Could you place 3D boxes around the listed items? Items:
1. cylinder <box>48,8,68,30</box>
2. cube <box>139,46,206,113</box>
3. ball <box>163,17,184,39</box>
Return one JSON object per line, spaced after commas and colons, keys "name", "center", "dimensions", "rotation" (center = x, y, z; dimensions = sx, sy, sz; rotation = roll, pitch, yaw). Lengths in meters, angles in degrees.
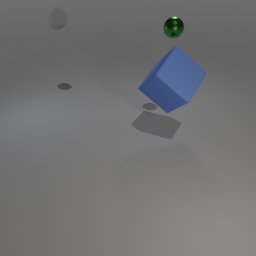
{"name": "cylinder", "center": [-2.960, -4.587, 11.815], "dimensions": [0.700, 0.700, 0.700], "rotation": [-15, 6, -24]}
{"name": "cube", "center": [1.485, -1.595, 9.535], "dimensions": [1.400, 1.400, 1.400], "rotation": [39, 67, -10]}
{"name": "ball", "center": [1.554, -3.409, 9.523], "dimensions": [0.700, 0.700, 0.700], "rotation": [0, 30, 0]}
